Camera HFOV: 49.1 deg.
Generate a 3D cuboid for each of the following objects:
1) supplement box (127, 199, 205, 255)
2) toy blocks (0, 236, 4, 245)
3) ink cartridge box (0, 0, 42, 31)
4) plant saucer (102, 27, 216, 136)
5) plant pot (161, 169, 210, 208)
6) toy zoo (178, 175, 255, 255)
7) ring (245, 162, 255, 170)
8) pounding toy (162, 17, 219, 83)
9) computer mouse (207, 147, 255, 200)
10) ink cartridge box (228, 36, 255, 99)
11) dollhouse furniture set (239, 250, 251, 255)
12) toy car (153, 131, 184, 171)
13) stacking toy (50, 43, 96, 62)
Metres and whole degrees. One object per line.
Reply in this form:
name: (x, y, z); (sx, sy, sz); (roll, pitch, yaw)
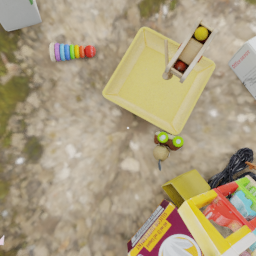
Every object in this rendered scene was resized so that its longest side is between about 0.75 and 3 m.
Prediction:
supplement box: (1.523, 3.258, 6.710); (2.834, 1.214, 1.564); (40, 83, 6)
toy blocks: (-3.724, 3.299, 6.389); (1.551, 1.843, 1.722); (3, 81, 6)
ink cartridge box: (-3.464, -4.460, 7.616); (1.160, 2.009, 2.750); (-17, 81, -6)
plant saucer: (0.853, -1.282, 7.824); (2.353, 0.570, 2.353); (29, 82, 5)
plant pot: (1.546, 1.572, 7.216); (0.804, 0.911, 0.911); (-37, 82, -17)
toy zoo: (1.888, 1.640, 4.337); (1.695, 2.584, 0.264); (50, 126, 32)
ring: (2.647, 0.908, 5.265); (0.937, 0.937, 0.090); (31, 92, 5)
pounding toy: (1.079, -1.608, 5.942); (0.940, 1.638, 0.936); (35, 38, 5)
computer mouse: (3.419, 1.799, 7.335); (1.640, 0.624, 2.368); (-45, 71, -5)
ink cartridge box: (3.744, -1.426, 7.402); (0.815, 1.420, 1.955); (-34, 82, -6)
dollhouse furniture set: (3.138, 3.015, 7.201); (0.461, 0.348, 0.856); (41, 83, 6)
toy car: (0.989, 0.638, 7.415); (0.791, 0.823, 1.002); (16, 91, 3)
stacking toy: (-1.564, -2.178, 8.025); (1.270, 0.542, 0.542); (-3, 80, -5)
